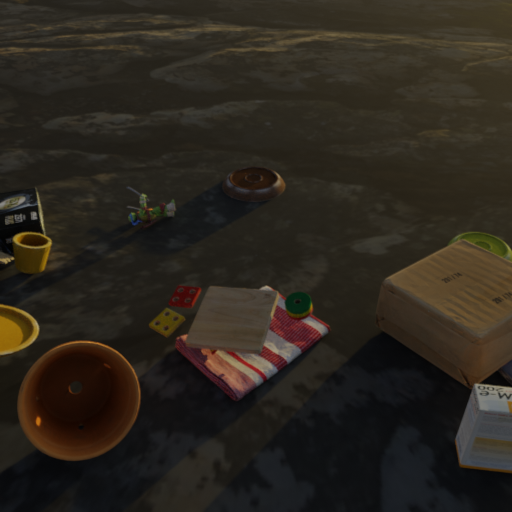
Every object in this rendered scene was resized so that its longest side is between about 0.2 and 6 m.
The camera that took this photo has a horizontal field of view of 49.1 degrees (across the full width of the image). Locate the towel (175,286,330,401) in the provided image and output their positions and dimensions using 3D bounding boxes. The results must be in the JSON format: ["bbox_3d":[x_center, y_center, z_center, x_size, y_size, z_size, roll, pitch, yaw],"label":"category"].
[{"bbox_3d":[-0.041,1.385,9.597,2.251,0.256,1.622,-29,46,-34],"label":"towel"}]

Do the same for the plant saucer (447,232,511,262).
[{"bbox_3d":[4.704,-0.132,11.710,1.344,0.209,1.344,-1,36,0],"label":"plant saucer"}]

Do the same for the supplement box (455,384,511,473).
[{"bbox_3d":[3.198,2.316,7.473,0.781,1.240,0.456,5,36,6],"label":"supplement box"}]

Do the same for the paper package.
[{"bbox_3d":[3.521,0.885,9.450,2.153,1.114,2.052,-23,38,-29],"label":"paper package"}]

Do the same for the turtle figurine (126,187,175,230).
[{"bbox_3d":[-2.398,-1.151,12.646,1.033,0.767,1.065,-7,40,-16],"label":"turtle figurine"}]

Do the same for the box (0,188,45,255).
[{"bbox_3d":[-5.315,-0.745,12.141,1.289,0.678,1.574,-12,38,-17],"label":"box"}]

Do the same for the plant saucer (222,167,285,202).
[{"bbox_3d":[-0.067,-1.858,14.050,1.587,0.254,1.587,-1,36,1],"label":"plant saucer"}]

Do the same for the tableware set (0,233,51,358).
[{"bbox_3d":[-4.997,0.586,9.155,3.283,0.748,4.874,16,21,2],"label":"tableware set"}]

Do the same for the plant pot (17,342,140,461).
[{"bbox_3d":[-2.488,1.916,7.822,1.542,1.542,1.080,-17,5,-21],"label":"plant pot"}]

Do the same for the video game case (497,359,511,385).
[{"bbox_3d":[4.665,2.041,8.744,1.124,0.149,1.573,-13,37,-15],"label":"video game case"}]

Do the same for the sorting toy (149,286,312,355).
[{"bbox_3d":[-0.435,1.141,9.379,2.644,0.447,1.275,3,44,18],"label":"sorting toy"}]
